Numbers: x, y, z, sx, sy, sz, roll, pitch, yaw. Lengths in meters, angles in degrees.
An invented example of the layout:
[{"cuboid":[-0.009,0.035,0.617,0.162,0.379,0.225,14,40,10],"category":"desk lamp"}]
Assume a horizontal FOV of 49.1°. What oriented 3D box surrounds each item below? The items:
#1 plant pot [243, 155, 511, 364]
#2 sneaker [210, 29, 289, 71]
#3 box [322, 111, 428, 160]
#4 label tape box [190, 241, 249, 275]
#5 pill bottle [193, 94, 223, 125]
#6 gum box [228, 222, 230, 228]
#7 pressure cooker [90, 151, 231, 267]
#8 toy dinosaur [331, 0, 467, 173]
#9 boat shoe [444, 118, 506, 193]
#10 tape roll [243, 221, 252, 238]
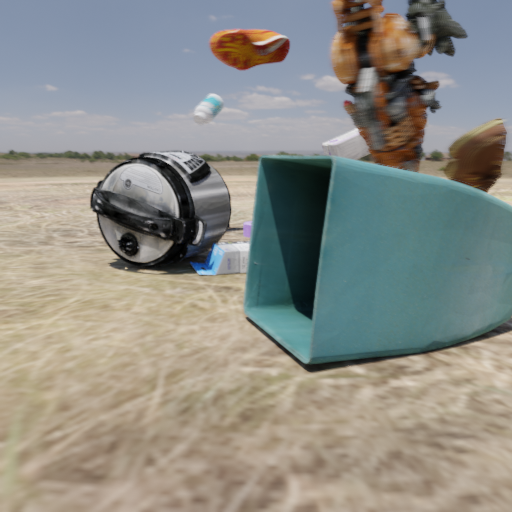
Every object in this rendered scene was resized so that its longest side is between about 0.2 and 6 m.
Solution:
[{"cuboid":[1.526,-0.015,6.444,2.759,1.949,1.950,3,9,-21],"category":"plant pot"},{"cuboid":[-0.197,-3.718,10.006,0.715,0.676,1.853,32,31,30],"category":"sneaker"},{"cuboid":[3.026,-3.036,14.048,3.001,0.622,0.581,-27,22,-21],"category":"box"},{"cuboid":[-0.427,0.018,9.935,1.356,0.448,0.972,-1,11,-16],"category":"label tape box"},{"cuboid":[-1.198,-3.573,13.782,0.473,0.473,0.854,7,47,34],"category":"pill bottle"},{"cuboid":[-2.047,-0.969,15.214,2.056,0.458,1.747,7,13,34],"category":"gum box"},{"cuboid":[-1.736,-0.820,10.268,2.030,2.061,2.308,-25,-2,28],"category":"pressure cooker"},{"cuboid":[2.121,-3.256,9.013,2.162,4.232,2.872,14,40,18],"category":"toy dinosaur"},{"cuboid":[3.483,-1.423,8.673,0.813,0.763,2.260,-26,-14,8],"category":"boat shoe"},{"cuboid":[0.182,-0.656,13.912,0.999,0.328,0.999,-1,10,0],"category":"tape roll"}]
